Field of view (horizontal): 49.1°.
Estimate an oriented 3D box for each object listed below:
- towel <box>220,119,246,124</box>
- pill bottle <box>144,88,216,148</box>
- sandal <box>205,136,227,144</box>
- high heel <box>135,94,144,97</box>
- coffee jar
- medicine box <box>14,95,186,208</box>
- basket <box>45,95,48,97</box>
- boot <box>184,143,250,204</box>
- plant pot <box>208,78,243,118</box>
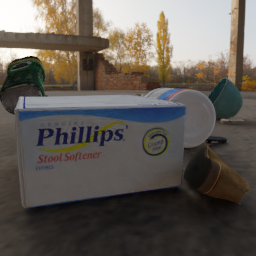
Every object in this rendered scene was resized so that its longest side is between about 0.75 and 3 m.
[{"bbox_3d":[4.393,-0.288,11.782,0.959,0.165,0.636,2,11,13],"label":"towel"},{"bbox_3d":[1.242,-0.420,8.463,1.555,1.555,2.771,-3,9,-15],"label":"pill bottle"},{"bbox_3d":[2.458,0.366,7.989,0.969,0.207,0.368,6,13,-30],"label":"sandal"},{"bbox_3d":[-0.102,-1.426,15.676,1.917,0.960,2.690,7,-6,2],"label":"high heel"},{"bbox_3d":[-3.830,-1.700,10.463,1.439,1.178,2.760,-16,38,-3],"label":"coffee jar"},{"bbox_3d":[-0.723,0.147,5.354,2.556,1.445,2.807,-3,11,-20],"label":"medicine box"},{"bbox_3d":[-3.683,-0.762,11.604,0.785,1.155,1.041,-5,10,-27],"label":"basket"},{"bbox_3d":[1.442,0.770,4.775,0.733,0.715,1.944,27,10,1],"label":"boot"},{"bbox_3d":[4.576,-1.210,13.161,1.292,1.919,1.919,31,10,-2],"label":"plant pot"}]
